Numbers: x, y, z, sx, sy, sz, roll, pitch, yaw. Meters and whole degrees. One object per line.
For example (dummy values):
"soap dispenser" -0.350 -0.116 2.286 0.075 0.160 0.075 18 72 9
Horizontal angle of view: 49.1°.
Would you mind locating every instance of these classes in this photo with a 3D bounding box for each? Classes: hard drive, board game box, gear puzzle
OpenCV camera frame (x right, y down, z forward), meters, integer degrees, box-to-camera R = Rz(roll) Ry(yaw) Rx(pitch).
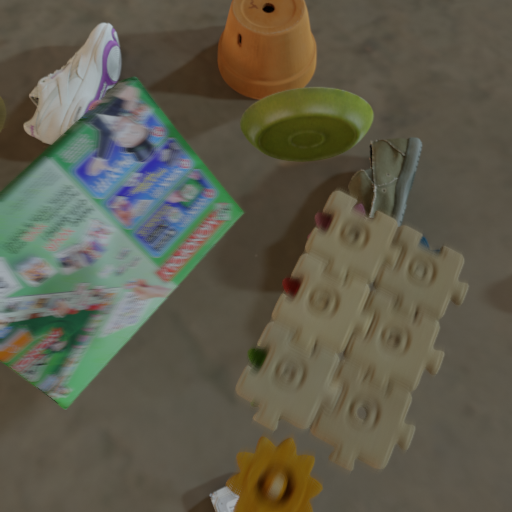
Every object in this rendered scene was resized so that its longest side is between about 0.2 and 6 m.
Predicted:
"hard drive" -0.098 3.928 8.264 0.830 0.225 1.189 -21 67 -9
"board game box" -2.223 -0.170 7.672 3.819 2.570 0.556 -49 32 -16
"gear puzzle" 0.830 1.139 5.705 1.801 0.455 3.477 27 71 1

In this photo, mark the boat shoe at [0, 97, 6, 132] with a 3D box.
"boat shoe" -4.403 -1.113 6.885 2.923 1.070 0.947 -48 47 -13

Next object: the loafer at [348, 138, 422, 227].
"loafer" 2.125 -0.905 9.993 1.063 1.148 3.053 15 59 14

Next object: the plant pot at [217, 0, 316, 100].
"plant pot" 0.237 -4.415 11.244 2.088 1.461 2.088 0 67 -1

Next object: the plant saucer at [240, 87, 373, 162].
"plant saucer" 0.703 -1.732 7.822 1.856 1.856 0.288 -1 75 0

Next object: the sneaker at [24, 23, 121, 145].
"sneaker" -3.600 -3.474 11.018 1.478 1.111 2.967 12 67 5

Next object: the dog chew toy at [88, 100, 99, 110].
"dog chew toy" -2.372 -2.193 9.031 0.685 0.427 0.427 41 72 6
